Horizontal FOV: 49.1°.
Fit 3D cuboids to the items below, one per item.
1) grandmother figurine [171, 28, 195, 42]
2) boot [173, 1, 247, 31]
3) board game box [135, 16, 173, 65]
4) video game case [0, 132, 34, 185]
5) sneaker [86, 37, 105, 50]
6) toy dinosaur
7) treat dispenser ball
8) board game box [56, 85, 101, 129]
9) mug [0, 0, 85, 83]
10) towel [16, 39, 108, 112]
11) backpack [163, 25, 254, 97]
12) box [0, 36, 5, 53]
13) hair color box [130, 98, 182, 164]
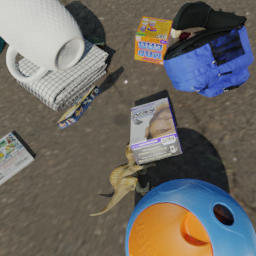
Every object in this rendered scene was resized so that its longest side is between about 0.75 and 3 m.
[{"bbox_3d":[2.585,-3.829,11.882,1.687,0.511,1.023,27,39,15],"label":"grandmother figurine"},{"bbox_3d":[3.465,-4.392,11.666,2.294,1.036,2.799,34,46,20],"label":"boot"},{"bbox_3d":[1.013,-3.505,11.228,1.230,1.229,1.229,13,58,8],"label":"board game box"},{"bbox_3d":[-4.003,1.016,8.926,1.509,0.166,1.376,-39,65,-21],"label":"video game case"},{"bbox_3d":[-1.571,-3.587,11.811,1.211,0.406,0.543,7,52,2],"label":"sneaker"},{"bbox_3d":[0.055,1.639,8.317,1.423,0.819,2.814,7,48,22],"label":"toy dinosaur"},{"bbox_3d":[1.371,2.601,6.316,2.870,2.870,2.870,0,57,0],"label":"treat dispenser ball"},{"bbox_3d":[-1.196,-0.512,6.834,0.196,0.768,1.134,47,52,-20],"label":"board game box"},{"bbox_3d":[-2.934,-2.818,9.150,2.516,2.119,2.870,42,103,15],"label":"mug"},{"bbox_3d":[-2.420,-2.158,10.411,2.356,1.218,2.846,35,65,22],"label":"towel"},{"bbox_3d":[2.568,-2.082,9.319,2.514,2.043,2.110,-21,101,2],"label":"backpack"},{"bbox_3d":[-5.901,-4.425,12.139,1.183,0.707,2.875,0,57,0],"label":"box"},{"bbox_3d":[0.777,0.001,8.419,1.282,0.760,2.346,-16,29,10],"label":"hair color box"}]
